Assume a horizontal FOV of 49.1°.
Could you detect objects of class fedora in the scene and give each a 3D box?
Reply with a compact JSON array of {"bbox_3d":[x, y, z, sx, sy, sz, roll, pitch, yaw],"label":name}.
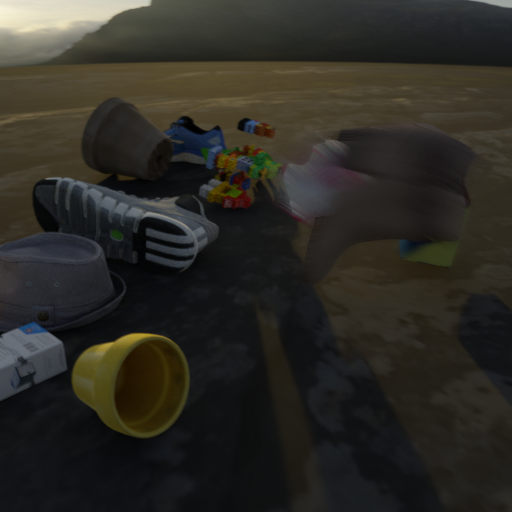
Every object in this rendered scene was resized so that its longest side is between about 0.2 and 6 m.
[{"bbox_3d":[-3.167,0.288,8.473,2.269,1.024,2.007,3,24,5],"label":"fedora"}]

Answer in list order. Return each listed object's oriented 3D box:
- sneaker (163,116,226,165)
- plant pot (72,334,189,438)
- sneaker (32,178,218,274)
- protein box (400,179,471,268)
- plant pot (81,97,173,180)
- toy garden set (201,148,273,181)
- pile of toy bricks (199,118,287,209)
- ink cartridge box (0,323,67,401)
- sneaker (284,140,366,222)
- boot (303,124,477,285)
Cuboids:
[{"bbox_3d":[-2.338,-3.493,16.556,3.006,1.340,1.181,3,24,8],"label":"sneaker"},{"bbox_3d":[-1.459,1.374,6.166,1.005,1.068,1.068,-1,18,39],"label":"plant pot"},{"bbox_3d":[-2.331,-0.719,10.685,3.550,1.332,2.050,21,25,19],"label":"sneaker"},{"bbox_3d":[3.135,-0.689,10.000,0.864,1.271,1.280,12,30,7],"label":"protein box"},{"bbox_3d":[-3.244,-2.902,14.788,1.785,2.057,2.057,26,31,16],"label":"plant pot"},{"bbox_3d":[-0.413,-2.379,15.190,1.946,0.388,1.622,0,33,-19],"label":"toy garden set"},{"bbox_3d":[-0.009,-2.214,13.503,1.465,1.647,2.968,22,32,14],"label":"pile of toy bricks"},{"bbox_3d":[-3.014,1.305,6.897,0.765,0.449,1.045,20,32,39],"label":"ink cartridge box"},{"bbox_3d":[1.479,-1.573,9.486,2.372,1.046,0.965,-27,-14,-4],"label":"sneaker"},{"bbox_3d":[1.985,-0.606,8.390,2.041,2.791,0.980,17,19,12],"label":"boot"}]
